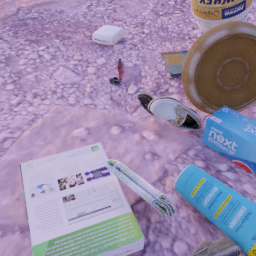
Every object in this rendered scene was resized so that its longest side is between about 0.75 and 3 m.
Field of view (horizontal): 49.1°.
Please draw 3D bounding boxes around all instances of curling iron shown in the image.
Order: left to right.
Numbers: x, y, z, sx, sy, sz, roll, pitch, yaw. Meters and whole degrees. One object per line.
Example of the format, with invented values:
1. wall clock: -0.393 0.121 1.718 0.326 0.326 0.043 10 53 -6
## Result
1. curling iron: -0.387 -2.263 10.902 0.492 0.254 1.984 3 41 4

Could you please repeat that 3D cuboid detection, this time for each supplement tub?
1. supplement tub: 3.079 -4.786 9.284 2.122 2.939 2.122 -10 57 15

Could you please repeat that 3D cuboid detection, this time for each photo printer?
1. photo printer: -0.941 -4.312 13.061 1.136 0.474 1.365 17 44 18

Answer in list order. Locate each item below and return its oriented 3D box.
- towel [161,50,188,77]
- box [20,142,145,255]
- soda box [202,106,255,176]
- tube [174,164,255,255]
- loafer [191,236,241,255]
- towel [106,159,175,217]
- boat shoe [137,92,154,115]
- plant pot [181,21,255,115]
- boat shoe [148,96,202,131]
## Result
1. towel: 2.214 -2.640 11.388 1.427 0.211 1.945 -4 40 -5
2. box: -1.159 1.668 6.251 2.105 0.530 2.917 -14 42 -16
3. soda box: 3.320 0.544 7.186 0.883 0.933 2.751 -31 50 -30
4. tube: 2.305 1.873 5.858 2.908 0.733 1.126 36 94 33
5. loafer: 1.525 2.481 5.415 1.294 0.486 0.451 -11 29 -17
6. towel: 0.296 1.265 5.971 1.454 1.244 0.350 32 78 35
7. boat shoe: 0.623 -0.732 8.592 0.404 1.130 0.371 -9 67 25
8. plant pot: 2.999 -1.600 8.151 2.837 2.837 0.390 -3 26 -4
9. boat shoe: 1.423 -0.379 8.002 1.816 0.679 0.621 13 32 -29
